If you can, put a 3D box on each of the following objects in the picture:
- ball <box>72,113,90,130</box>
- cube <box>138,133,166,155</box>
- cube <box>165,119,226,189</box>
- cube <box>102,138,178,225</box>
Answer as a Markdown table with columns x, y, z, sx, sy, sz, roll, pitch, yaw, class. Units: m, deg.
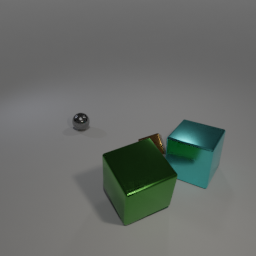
| x | y | z | sx | sy | sz | roll | pitch | yaw | class |
| --- | --- | --- | --- | --- | --- | --- | --- | --- | --- |
| -1.898 | -0.268 | 11.300 | 0.700 | 0.700 | 0.700 | 0 | 29 | 0 | ball |
| 0.817 | 0.620 | 9.248 | 0.700 | 0.700 | 0.700 | -18 | -9 | 11 | cube |
| 2.078 | 0.759 | 8.769 | 1.400 | 1.400 | 1.400 | 16 | 33 | 27 | cube |
| 0.246 | 1.369 | 7.298 | 1.400 | 1.400 | 1.400 | -18 | 48 | -21 | cube |
